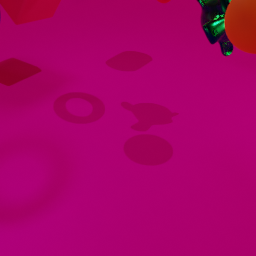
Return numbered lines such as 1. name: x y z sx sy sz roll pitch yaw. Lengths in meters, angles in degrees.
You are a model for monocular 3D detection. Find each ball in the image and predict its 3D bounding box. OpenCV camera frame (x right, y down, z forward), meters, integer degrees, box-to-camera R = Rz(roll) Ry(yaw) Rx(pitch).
1. ball: 2.035 -1.677 4.278 1.061 1.061 1.061 0 40 0

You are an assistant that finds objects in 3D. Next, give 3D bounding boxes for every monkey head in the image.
1. monkey head: 1.824 -2.145 5.697 1.224 1.701 1.025 -39 20 -12

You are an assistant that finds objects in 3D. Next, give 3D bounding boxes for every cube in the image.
1. cube: -2.698 -3.860 7.583 1.331 1.331 1.331 -37 91 -42

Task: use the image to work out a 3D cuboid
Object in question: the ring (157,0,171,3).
1. ring: 0.392 -3.110 5.253 0.318 1.589 1.589 -30 41 8
